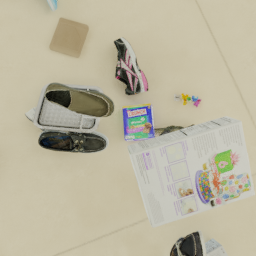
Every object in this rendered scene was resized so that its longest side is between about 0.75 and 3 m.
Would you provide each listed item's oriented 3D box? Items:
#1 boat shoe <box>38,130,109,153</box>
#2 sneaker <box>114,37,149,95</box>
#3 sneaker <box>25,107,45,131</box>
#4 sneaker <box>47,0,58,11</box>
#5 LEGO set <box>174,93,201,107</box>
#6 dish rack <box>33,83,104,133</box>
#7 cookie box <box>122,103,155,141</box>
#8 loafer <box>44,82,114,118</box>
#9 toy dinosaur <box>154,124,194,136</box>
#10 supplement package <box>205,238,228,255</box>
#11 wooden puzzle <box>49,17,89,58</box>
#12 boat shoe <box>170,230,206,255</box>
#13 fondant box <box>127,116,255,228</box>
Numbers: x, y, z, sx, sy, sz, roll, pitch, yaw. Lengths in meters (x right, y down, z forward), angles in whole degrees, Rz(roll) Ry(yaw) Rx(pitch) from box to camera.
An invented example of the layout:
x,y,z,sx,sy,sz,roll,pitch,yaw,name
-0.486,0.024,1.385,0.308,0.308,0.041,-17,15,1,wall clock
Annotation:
x,y,z,sx,sy,sz,roll,pitch,yaw,name
-2.099,0.592,10.797,2.696,0.763,0.925,4,106,-5,boat shoe
-0.113,-2.473,11.391,1.082,1.006,2.505,-24,80,-3,sneaker
-3.476,-0.310,11.278,1.417,0.528,0.617,40,77,5,sneaker
-3.031,-5.934,12.121,1.097,0.668,1.680,-14,82,-1,sneaker
2.432,-1.097,11.438,1.133,0.432,0.465,12,81,3,LEGO set
-2.287,-0.737,11.094,2.508,0.546,2.153,5,62,1,dish rack
0.425,-0.223,11.167,1.182,0.519,1.381,-6,79,9,cookie box
-1.573,-0.782,8.742,2.296,0.800,0.863,13,112,4,loafer
1.655,0.215,11.072,2.301,0.546,1.014,3,42,6,toy dinosaur
2.931,5.110,10.043,1.538,1.131,1.471,-28,82,-4,supplement package
-2.505,-3.855,12.000,1.364,0.275,1.475,17,86,2,wooden puzzle
1.730,3.673,8.335,0.776,2.571,0.950,-1,60,0,boat shoe
1.603,1.075,7.144,2.800,0.816,2.020,-16,102,-3,fondant box
